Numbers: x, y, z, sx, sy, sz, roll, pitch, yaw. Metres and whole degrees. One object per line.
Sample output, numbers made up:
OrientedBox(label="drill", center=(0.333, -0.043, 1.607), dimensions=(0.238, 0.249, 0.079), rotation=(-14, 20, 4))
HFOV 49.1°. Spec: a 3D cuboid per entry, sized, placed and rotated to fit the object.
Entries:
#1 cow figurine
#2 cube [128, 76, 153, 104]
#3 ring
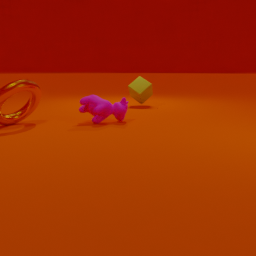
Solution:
OrientedBox(label="cow figurine", center=(-0.706, -0.658, 8.824), dimensions=(1.327, 0.728, 1.306), rotation=(36, 45, 23))
OrientedBox(label="cube", center=(0.565, -1.672, 12.445), dimensions=(0.756, 0.756, 0.756), rotation=(-43, 61, -16))
OrientedBox(label="ring", center=(-3.234, -0.721, 8.096), dimensions=(0.325, 1.627, 1.627), rotation=(45, 30, 17))
